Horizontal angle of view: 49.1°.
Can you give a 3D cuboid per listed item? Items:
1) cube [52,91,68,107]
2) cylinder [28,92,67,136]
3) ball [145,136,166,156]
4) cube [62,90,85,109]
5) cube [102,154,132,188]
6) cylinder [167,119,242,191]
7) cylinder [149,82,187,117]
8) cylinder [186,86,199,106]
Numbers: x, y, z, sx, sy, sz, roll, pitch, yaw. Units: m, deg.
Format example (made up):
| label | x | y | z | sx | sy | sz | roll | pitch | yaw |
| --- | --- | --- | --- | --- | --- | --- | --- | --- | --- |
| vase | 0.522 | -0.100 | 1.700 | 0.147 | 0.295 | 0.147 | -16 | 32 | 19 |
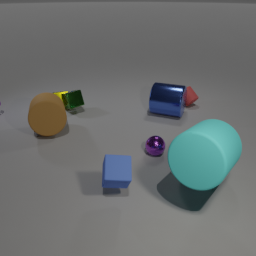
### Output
| label | x | y | z | sx | sy | sz | roll | pitch | yaw |
| --- | --- | --- | --- | --- | --- | --- | --- | --- | --- |
| cube | -3.168 | -1.362 | 13.244 | 0.700 | 0.700 | 0.700 | -9 | 11 | -17 |
| cylinder | -3.161 | -0.566 | 10.988 | 1.400 | 1.400 | 1.400 | -8 | 22 | -14 |
| ball | 0.946 | 0.610 | 9.691 | 0.700 | 0.700 | 0.700 | 0 | 28 | 0 |
| cube | -2.492 | -1.306 | 12.701 | 0.700 | 0.700 | 0.700 | -22 | 17 | -28 |
| cube | -0.308 | 1.169 | 7.471 | 0.700 | 0.700 | 0.700 | 4 | 61 | -9 |
| cylinder | 1.880 | 0.599 | 6.799 | 1.400 | 1.400 | 1.400 | 18 | 23 | 30 |
| cylinder | 1.792 | -1.262 | 12.468 | 1.400 | 1.400 | 1.400 | 10 | 29 | 19 |
| cylinder | 2.909 | -1.528 | 13.464 | 0.700 | 0.700 | 0.700 | -24 | 75 | -38 |
